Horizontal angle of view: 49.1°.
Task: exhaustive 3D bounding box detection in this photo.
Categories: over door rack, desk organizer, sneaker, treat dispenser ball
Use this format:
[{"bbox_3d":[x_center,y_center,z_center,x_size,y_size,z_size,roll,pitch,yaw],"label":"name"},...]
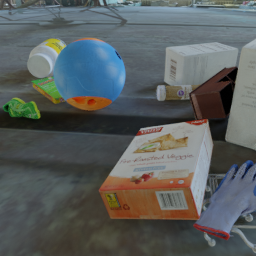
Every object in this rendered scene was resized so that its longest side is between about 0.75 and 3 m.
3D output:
[{"bbox_3d":[2.691,1.521,5.589,2.334,0.777,1.724,-14,24,18],"label":"over door rack"},{"bbox_3d":[3.503,-1.351,10.109,1.111,1.035,2.885,-1,26,47],"label":"desk organizer"},{"bbox_3d":[-3.746,-0.589,9.863,1.787,0.662,0.747,13,37,36],"label":"sneaker"},{"bbox_3d":[-1.392,-1.940,10.272,2.593,2.593,2.593,0,29,0],"label":"treat dispenser ball"}]

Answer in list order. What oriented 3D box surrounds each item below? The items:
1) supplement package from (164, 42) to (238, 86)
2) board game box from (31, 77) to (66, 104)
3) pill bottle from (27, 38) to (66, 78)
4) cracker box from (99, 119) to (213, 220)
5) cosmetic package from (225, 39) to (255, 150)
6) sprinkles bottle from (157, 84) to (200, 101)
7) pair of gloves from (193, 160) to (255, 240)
[{"bbox_3d":[3.267,-2.832,12.757,2.806,1.640,1.646,-11,30,-19],"label":"supplement package"},{"bbox_3d":[-3.167,-1.666,11.938,1.062,0.333,2.224,-21,42,-35],"label":"board game box"},{"bbox_3d":[-4.021,-3.497,14.109,1.532,1.532,2.735,2,30,3],"label":"pill bottle"},{"bbox_3d":[0.793,0.798,6.253,1.836,0.791,2.741,-9,22,26],"label":"cracker box"},{"bbox_3d":[4.538,-0.957,8.063,2.386,2.895,2.389,19,34,31],"label":"cosmetic package"},{"bbox_3d":[2.081,-1.442,11.324,1.779,0.607,0.607,-3,29,-5],"label":"sprinkles bottle"},{"bbox_3d":[1.691,1.205,5.973,2.830,0.322,2.275,6,34,47],"label":"pair of gloves"}]
